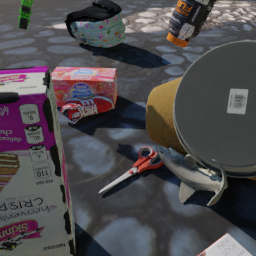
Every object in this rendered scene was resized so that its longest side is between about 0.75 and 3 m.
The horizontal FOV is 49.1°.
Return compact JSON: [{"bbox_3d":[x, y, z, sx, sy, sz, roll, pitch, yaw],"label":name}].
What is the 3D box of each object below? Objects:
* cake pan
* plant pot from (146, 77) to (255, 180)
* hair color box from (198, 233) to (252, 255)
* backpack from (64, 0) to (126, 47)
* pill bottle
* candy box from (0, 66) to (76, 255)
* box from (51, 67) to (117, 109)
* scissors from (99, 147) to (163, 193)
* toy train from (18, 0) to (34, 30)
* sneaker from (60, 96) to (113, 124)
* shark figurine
[{"bbox_3d":[1.832,-0.387,4.700,2.416,2.416,0.443,24,4,31],"label":"cake pan"},{"bbox_3d":[1.910,-0.267,6.037,2.808,2.617,2.617,5,33,27],"label":"plant pot"},{"bbox_3d":[1.537,2.742,2.714,1.655,0.954,2.985,-21,40,-28],"label":"hair color box"},{"bbox_3d":[-1.303,-4.778,12.982,2.699,1.708,2.252,23,58,40],"label":"backpack"},{"bbox_3d":[1.844,-3.351,8.207,0.993,1.870,0.993,19,30,-12],"label":"pill bottle"},{"bbox_3d":[-1.861,0.764,3.826,2.012,2.950,0.900,-7,33,-9],"label":"candy box"},{"bbox_3d":[-1.329,-1.252,8.584,1.952,0.924,1.002,3,34,4],"label":"box"},{"bbox_3d":[0.193,0.938,6.082,0.695,0.132,1.901,22,39,26],"label":"scissors"},{"bbox_3d":[-2.618,-3.302,7.265,0.347,1.662,0.469,9,51,-23],"label":"toy train"},{"bbox_3d":[-1.178,-0.510,7.862,1.455,0.518,0.818,-2,30,10],"label":"sneaker"},{"bbox_3d":[1.284,1.062,5.269,0.874,1.251,2.094,-55,23,-5],"label":"shark figurine"}]
